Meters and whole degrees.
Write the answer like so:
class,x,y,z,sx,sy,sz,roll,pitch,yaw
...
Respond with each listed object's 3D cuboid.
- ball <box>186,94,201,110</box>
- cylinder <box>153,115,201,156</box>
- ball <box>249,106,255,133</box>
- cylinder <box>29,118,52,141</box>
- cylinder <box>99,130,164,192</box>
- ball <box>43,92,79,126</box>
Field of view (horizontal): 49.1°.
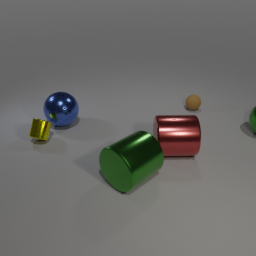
class,x,y,z,sx,sy,sz,roll,pitch,yaw
ball,2.981,-1.177,12.765,0.700,0.700,0.700,0,29,0
cylinder,1.615,0.257,9.530,1.400,1.400,1.400,0,29,-1
ball,5.322,-0.326,10.575,1.400,1.400,1.400,0,29,0
cylinder,-3.245,0.058,10.356,0.700,0.700,0.700,11,-6,1
cylinder,0.105,0.955,8.298,1.400,1.400,1.400,26,38,38
ball,-2.686,-0.764,11.288,1.400,1.400,1.400,0,29,0
